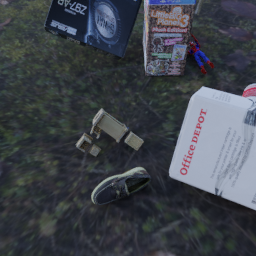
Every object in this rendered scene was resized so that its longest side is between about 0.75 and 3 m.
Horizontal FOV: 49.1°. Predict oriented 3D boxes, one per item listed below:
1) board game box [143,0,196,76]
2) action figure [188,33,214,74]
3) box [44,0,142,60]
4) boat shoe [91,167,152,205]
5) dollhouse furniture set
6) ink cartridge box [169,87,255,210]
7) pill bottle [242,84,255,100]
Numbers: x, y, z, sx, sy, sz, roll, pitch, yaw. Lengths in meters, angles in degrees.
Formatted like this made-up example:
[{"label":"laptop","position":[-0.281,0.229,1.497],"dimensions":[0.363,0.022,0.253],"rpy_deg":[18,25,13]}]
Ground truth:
[{"label":"board game box","position":[1.200,-3.390,9.060],"dimensions":[1.296,2.676,2.133],"rpy_deg":[-1,48,0]},{"label":"action figure","position":[2.345,-2.641,9.676],"dimensions":[0.521,0.790,1.596],"rpy_deg":[-38,42,22]},{"label":"box","position":[-1.130,-3.808,9.362],"dimensions":[2.732,0.595,2.189],"rpy_deg":[19,90,-15]},{"label":"boat shoe","position":[-0.125,1.288,6.155],"dimensions":[1.398,0.512,0.453],"rpy_deg":[-27,21,-19]},{"label":"dollhouse furniture set","position":[-0.490,0.345,7.259],"dimensions":[1.286,1.138,0.715],"rpy_deg":[36,6,-13]},{"label":"ink cartridge box","position":[2.475,0.475,5.834],"dimensions":[2.727,1.974,1.150],"rpy_deg":[19,24,17]},{"label":"pill bottle","position":[3.430,-0.663,7.643],"dimensions":[0.686,0.686,1.222],"rpy_deg":[20,41,18]}]
